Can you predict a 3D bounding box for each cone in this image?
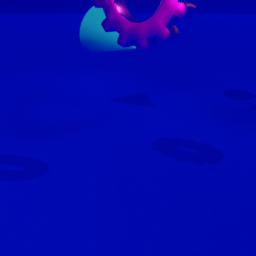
[{"bbox_3d":[-0.312,-2.510,7.824,1.471,1.466,1.466,37,40,29],"label":"cone"}]

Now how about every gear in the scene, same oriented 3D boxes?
[{"bbox_3d":[0.201,-1.954,4.009,1.591,1.591,0.294,16,27,31],"label":"gear"}]
